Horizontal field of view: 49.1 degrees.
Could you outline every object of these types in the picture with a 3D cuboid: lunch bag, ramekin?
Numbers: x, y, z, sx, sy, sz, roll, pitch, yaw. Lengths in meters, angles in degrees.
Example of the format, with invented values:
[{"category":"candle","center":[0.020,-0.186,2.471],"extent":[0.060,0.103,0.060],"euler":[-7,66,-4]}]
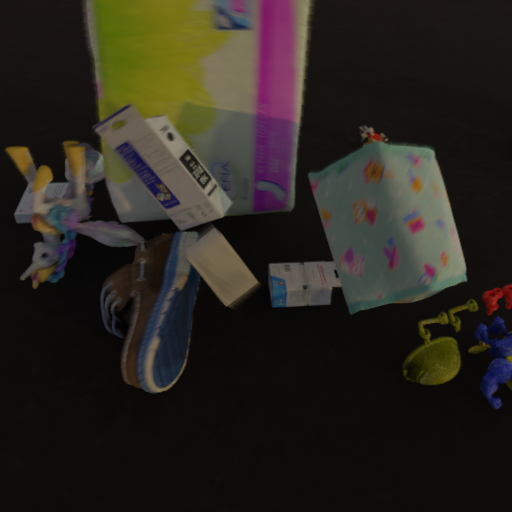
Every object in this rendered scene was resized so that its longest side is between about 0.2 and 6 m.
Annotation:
[{"category":"lunch bag","center":[2.064,-0.399,7.956],"extent":[1.494,2.087,2.449],"euler":[-22,-9,36]},{"category":"ramekin","center":[-3.737,-1.969,12.279],"extent":[0.938,0.437,0.938],"euler":[1,38,0]}]

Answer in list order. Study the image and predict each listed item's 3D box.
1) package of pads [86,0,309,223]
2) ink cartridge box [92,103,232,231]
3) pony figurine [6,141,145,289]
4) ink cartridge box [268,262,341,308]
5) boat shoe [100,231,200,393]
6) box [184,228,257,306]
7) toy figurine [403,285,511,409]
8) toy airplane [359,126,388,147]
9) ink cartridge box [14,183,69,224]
[{"category":"package of pads","center":[-0.993,-2.711,9.492],"extent":[3.394,4.394,1.498],"euler":[-4,34,-8]},{"category":"ink cartridge box","center":[-1.383,-1.354,8.422],"extent":[1.056,2.124,0.416],"euler":[-12,37,44]},{"category":"pony figurine","center":[-3.179,-0.755,9.559],"extent":[1.892,2.272,2.194],"euler":[11,20,26]},{"category":"ink cartridge box","center":[0.819,0.456,9.137],"extent":[1.190,0.404,0.690],"euler":[-2,37,-3]},{"category":"boat shoe","center":[-1.581,0.743,8.224],"extent":[1.224,1.221,3.381],"euler":[-1,27,3]},{"category":"box","center":[-0.511,0.157,8.025],"extent":[0.589,0.921,0.502],"euler":[-37,19,-3]},{"category":"toy figurine","center":[3.415,1.367,7.298],"extent":[2.533,1.336,1.517],"euler":[-16,46,-19]},{"category":"toy airplane","center":[2.705,-2.741,13.226],"extent":[0.741,0.525,0.744],"euler":[36,27,-5]},{"category":"ink cartridge box","center":[-4.116,-1.094,11.299],"extent":[1.191,0.258,1.169],"euler":[-4,38,-3]}]
